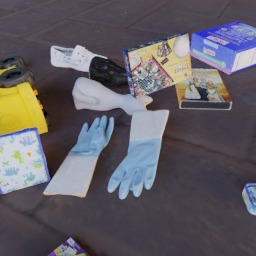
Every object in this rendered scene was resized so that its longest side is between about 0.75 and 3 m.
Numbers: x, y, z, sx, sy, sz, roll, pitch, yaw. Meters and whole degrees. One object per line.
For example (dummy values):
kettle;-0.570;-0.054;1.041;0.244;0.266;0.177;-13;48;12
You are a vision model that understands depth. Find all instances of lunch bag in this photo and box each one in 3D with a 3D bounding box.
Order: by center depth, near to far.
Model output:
lunch bag;2.893;1.480;5.858;0.870;0.359;0.700;4;36;3
lunch bag;-2.411;0.640;6.126;1.126;1.324;0.844;-16;41;-18

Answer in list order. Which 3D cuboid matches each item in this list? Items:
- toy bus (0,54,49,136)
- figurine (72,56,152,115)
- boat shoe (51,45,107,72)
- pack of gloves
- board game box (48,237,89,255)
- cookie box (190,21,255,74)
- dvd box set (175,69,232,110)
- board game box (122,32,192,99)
toy bus;-3.637;-0.667;7.622;2.417;1.708;2.517;-24;42;-16
figurine;-0.285;-1.276;8.919;2.338;1.032;2.396;11;40;7
boat shoe;-1.896;-2.756;10.812;2.396;0.830;0.848;7;39;8
pack of gloves;-0.327;0.668;6.894;2.414;0.567;2.873;-3;38;20
board game box;-0.878;2.503;4.711;0.745;0.201;1.242;-28;46;-37
cookie box;4.284;-3.349;11.417;2.664;1.001;2.279;-21;43;-24
dvd box set;2.438;-1.376;9.478;1.606;0.323;2.195;2;39;2
board game box;0.445;-0.897;3.990;0.990;0.671;0.171;-22;29;-20
